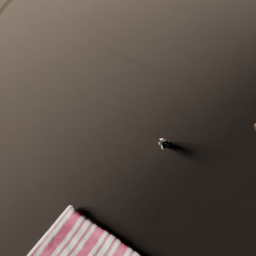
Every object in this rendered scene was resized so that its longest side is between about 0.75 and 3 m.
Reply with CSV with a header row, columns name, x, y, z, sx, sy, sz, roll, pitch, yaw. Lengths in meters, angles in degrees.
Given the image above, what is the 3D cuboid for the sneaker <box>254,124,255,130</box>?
name,x,y,z,sx,sy,sz,roll,pitch,yaw
sneaker,3.922,0.210,8.115,0.346,0.323,0.916,-34,42,0

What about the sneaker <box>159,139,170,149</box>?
name,x,y,z,sx,sy,sz,roll,pitch,yaw
sneaker,0.991,0.442,8.068,0.304,0.760,0.280,27,91,19

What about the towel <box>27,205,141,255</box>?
name,x,y,z,sx,sy,sz,roll,pitch,yaw
towel,-0.984,3.215,6.453,2.627,0.393,1.922,30,61,17
